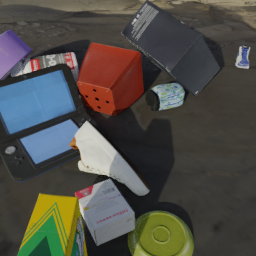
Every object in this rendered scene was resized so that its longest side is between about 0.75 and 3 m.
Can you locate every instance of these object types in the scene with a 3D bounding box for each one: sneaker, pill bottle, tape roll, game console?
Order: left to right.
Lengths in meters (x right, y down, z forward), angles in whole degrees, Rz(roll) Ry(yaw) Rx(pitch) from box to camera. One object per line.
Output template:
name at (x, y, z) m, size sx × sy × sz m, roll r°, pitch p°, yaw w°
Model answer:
tape roll at (-4.520, -2.291, 9.828) m, size 2.265 × 0.962 × 2.265 m, roll -39°, pitch 21°, yaw 18°
game console at (-2.319, -0.309, 7.809) m, size 2.856 × 1.690 × 2.438 m, roll -25°, pitch 45°, yaw -26°
pill bottle at (-2.968, -1.963, 10.171) m, size 2.271 × 1.293 × 1.293 m, roll -11°, pitch 40°, yaw -13°
sneaker at (-0.541, 0.966, 7.071) m, size 1.052 × 0.905 × 2.485 m, roll -47°, pitch 63°, yaw -1°
sneaker at (4.934, -3.122, 12.030) m, size 0.514 × 0.735 × 1.273 m, roll 7°, pitch 39°, yaw 10°

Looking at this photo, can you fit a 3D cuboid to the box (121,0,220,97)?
box at (1.471, -2.506, 9.155) m, size 2.321 × 1.327 × 2.549 m, roll 47°, pitch 14°, yaw 28°

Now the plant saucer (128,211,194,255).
plant saucer at (0.681, 2.259, 5.814) m, size 1.382 × 0.215 × 1.382 m, roll -1°, pitch 39°, yaw 0°

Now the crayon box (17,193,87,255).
crayon box at (-1.070, 2.402, 4.019) m, size 0.649 × 2.226 × 1.920 m, roll 2°, pitch 39°, yaw 1°

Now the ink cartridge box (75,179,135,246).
ink cartridge box at (-0.517, 1.766, 6.047) m, size 0.905 × 0.525 × 1.226 m, roll -17°, pitch 34°, yaw -20°

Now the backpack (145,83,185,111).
backpack at (1.332, -1.067, 9.510) m, size 1.208 × 0.929 × 0.985 m, roll 3°, pitch 30°, yaw -19°

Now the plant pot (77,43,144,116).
plant pot at (-0.663, -1.471, 9.330) m, size 1.825 × 1.827 × 1.610 m, roll 17°, pitch 55°, yaw 19°
